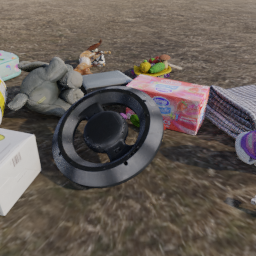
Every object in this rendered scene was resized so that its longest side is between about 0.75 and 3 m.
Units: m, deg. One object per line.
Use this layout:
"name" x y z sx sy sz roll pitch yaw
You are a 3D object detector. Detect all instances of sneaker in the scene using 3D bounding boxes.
"sneaker" -1.807 -3.594 13.875 1.374 0.894 0.548 14 34 22
"sneaker" 3.912 0.534 6.554 2.500 1.105 1.006 13 64 -1

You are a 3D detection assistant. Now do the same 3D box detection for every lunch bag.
"lunch bag" -6.233 -2.724 12.423 2.490 0.960 1.997 18 39 27

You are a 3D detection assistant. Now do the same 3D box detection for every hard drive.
"hard drive" -0.879 -1.729 10.797 1.768 0.417 2.534 -11 22 -12

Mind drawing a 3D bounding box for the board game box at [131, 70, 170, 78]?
"board game box" 1.020 -2.478 12.749 1.537 0.248 0.923 -10 29 -16

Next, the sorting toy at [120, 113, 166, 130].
"sorting toy" 0.327 -0.022 8.703 1.622 0.563 0.559 15 61 23

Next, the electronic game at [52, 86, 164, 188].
"electronic game" -0.547 0.107 6.985 2.896 0.603 2.896 -9 56 13

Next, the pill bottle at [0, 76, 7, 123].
"pill bottle" -4.786 -0.972 9.087 1.527 1.527 2.727 -8 32 -13

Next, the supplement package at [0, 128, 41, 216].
"supplement package" -3.176 0.878 6.422 1.620 1.191 1.549 9 33 12

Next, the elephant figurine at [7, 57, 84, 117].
"elephant figurine" -2.928 -1.565 9.999 2.300 2.098 2.965 28 5 -37

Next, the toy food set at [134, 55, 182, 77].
"toy food set" 1.272 -2.927 12.597 2.203 0.720 1.296 -21 38 -30

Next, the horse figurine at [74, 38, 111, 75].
"horse figurine" -1.748 -3.049 12.863 1.650 0.621 2.490 -2 55 17

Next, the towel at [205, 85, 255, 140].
"towel" 3.887 -0.584 8.872 2.108 1.090 2.546 -12 34 -19

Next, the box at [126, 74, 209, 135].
"box" 1.245 -0.818 9.100 2.442 1.253 1.156 16 35 22

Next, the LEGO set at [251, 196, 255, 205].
"LEGO set" 3.175 1.717 5.872 1.063 0.405 0.436 14 32 33
